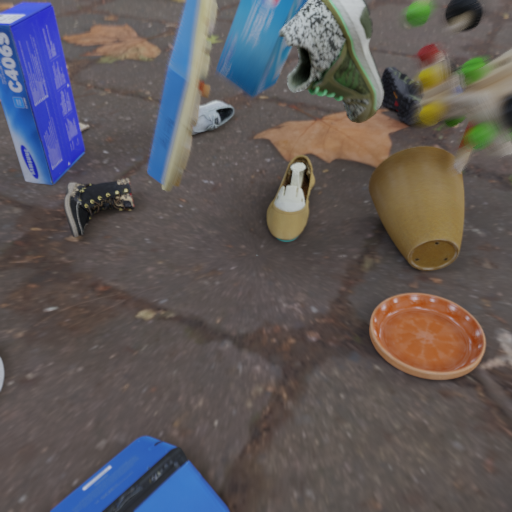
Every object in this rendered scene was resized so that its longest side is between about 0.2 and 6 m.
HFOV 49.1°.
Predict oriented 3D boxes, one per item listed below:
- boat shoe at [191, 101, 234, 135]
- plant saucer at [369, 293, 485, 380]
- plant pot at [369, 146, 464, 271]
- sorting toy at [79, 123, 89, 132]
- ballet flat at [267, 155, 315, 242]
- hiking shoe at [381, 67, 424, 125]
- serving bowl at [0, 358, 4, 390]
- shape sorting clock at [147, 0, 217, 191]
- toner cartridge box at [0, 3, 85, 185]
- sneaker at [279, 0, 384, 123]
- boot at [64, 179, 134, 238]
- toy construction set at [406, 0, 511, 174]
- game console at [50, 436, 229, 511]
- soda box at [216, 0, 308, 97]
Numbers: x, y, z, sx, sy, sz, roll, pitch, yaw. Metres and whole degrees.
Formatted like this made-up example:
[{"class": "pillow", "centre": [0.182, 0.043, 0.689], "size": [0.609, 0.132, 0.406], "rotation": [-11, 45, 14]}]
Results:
[{"class": "boat shoe", "centre": [-1.091, -3.287, 13.309], "size": [0.576, 0.565, 1.619], "rotation": [17, 38, 27]}, {"class": "plant saucer", "centre": [2.396, 1.134, 7.930], "size": [1.576, 0.254, 1.576], "rotation": [1, 39, -1]}, {"class": "plant pot", "centre": [2.780, -0.665, 9.358], "size": [1.599, 1.599, 1.716], "rotation": [1, 50, 1]}, {"class": "sorting toy", "centre": [-4.727, -3.037, 13.281], "size": [1.143, 0.208, 1.058], "rotation": [20, 42, 24]}, {"class": "ballet flat", "centre": [0.650, -1.168, 10.490], "size": [0.774, 0.711, 2.255], "rotation": [6, 39, 8]}, {"class": "hiking shoe", "centre": [3.930, -4.013, 14.163], "size": [1.161, 0.874, 2.307], "rotation": [-1, 45, -17]}, {"class": "serving bowl", "centre": [-4.351, 1.547, 7.059], "size": [2.058, 0.677, 2.058], "rotation": [1, 38, -1]}, {"class": "shape sorting clock", "centre": [-0.947, -2.380, 7.867], "size": [0.589, 3.001, 3.001], "rotation": [14, 37, -11]}, {"class": "toner cartridge box", "centre": [-4.290, -3.137, 11.021], "size": [0.678, 3.140, 1.491], "rotation": [8, 38, 11]}, {"class": "sneaker", "centre": [0.958, -2.627, 7.799], "size": [1.200, 2.709, 1.042], "rotation": [-33, 62, 5]}, {"class": "boot", "centre": [-2.877, -0.946, 10.346], "size": [1.191, 0.579, 1.581], "rotation": [-9, 33, -10]}, {"class": "toy construction set", "centre": [2.986, -1.984, 7.745], "size": [2.051, 2.459, 1.890], "rotation": [16, 67, 26]}, {"class": "game console", "centre": [-1.278, 2.794, 5.898], "size": [1.494, 0.884, 1.275], "rotation": [-34, 18, -36]}, {"class": "soda box", "centre": [0.261, -3.866, 8.925], "size": [0.852, 2.513, 0.806], "rotation": [39, 47, 8]}]
